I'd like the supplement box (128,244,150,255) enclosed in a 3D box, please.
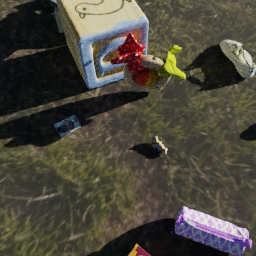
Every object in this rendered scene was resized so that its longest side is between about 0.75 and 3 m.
[{"bbox_3d":[0.521,3.922,7.686,1.286,0.551,0.710,34,65,18],"label":"supplement box"}]

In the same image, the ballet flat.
[{"bbox_3d":[4.651,-3.075,11.669,0.813,0.813,2.267,-17,61,-10],"label":"ballet flat"}]

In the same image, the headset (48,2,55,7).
[{"bbox_3d":[-3.251,-6.689,13.659,1.206,0.918,1.953,8,57,4],"label":"headset"}]

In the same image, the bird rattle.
[{"bbox_3d":[0.671,-2.038,10.025,2.692,2.195,1.517,-1,62,-13],"label":"bird rattle"}]

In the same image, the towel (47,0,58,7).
[{"bbox_3d":[-1.853,-5.949,12.341,2.089,0.309,2.848,35,65,20],"label":"towel"}]

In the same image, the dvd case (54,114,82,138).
[{"bbox_3d":[-2.202,-0.082,10.291,0.853,0.094,0.623,-27,63,-16],"label":"dvd case"}]

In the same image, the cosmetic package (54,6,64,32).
[{"bbox_3d":[-1.718,-5.313,12.769,2.979,1.089,1.542,-3,59,-3],"label":"cosmetic package"}]

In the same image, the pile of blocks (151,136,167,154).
[{"bbox_3d":[1.102,0.612,9.846,0.757,0.311,0.235,53,29,16],"label":"pile of blocks"}]

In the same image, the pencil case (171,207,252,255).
[{"bbox_3d":[2.357,2.945,8.071,2.073,0.886,0.870,17,62,8],"label":"pencil case"}]

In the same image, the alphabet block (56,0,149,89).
[{"bbox_3d":[-0.957,-3.612,10.860,2.659,2.674,2.723,-21,62,-13],"label":"alphabet block"}]
